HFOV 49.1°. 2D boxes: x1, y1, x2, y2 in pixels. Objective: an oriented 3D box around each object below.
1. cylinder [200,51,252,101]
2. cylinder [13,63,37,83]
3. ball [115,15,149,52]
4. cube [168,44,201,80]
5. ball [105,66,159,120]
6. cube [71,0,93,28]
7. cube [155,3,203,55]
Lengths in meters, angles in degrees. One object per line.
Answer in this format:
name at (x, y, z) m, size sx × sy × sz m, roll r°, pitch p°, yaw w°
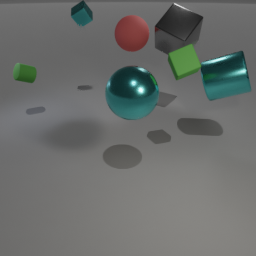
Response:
cylinder at (3.337, -1.754, 9.559) m, size 1.400 × 1.400 × 1.400 m, roll -12°, pitch 22°, yaw 25°
cylinder at (-4.218, -2.236, 11.456) m, size 0.700 × 0.700 × 0.700 m, roll 6°, pitch 17°, yaw -44°
ball at (0.157, -3.795, 11.285) m, size 1.400 × 1.400 × 1.400 m, roll 0°, pitch 28°, yaw 0°
cube at (1.599, -1.867, 8.033) m, size 0.700 × 0.700 × 0.700 m, roll -22°, pitch -3°, yaw 5°
ball at (0.106, -0.897, 7.250) m, size 1.400 × 1.400 × 1.400 m, roll 0°, pitch 28°, yaw 0°
cube at (-2.044, -5.048, 12.430) m, size 0.700 × 0.700 × 0.700 m, roll -24°, pitch 49°, yaw 21°
cube at (2.045, -3.892, 11.503) m, size 1.400 × 1.400 × 1.400 m, roll 33°, pitch 76°, yaw 16°
